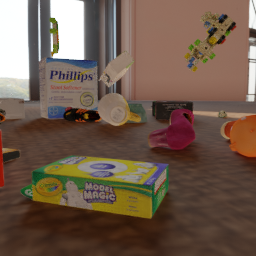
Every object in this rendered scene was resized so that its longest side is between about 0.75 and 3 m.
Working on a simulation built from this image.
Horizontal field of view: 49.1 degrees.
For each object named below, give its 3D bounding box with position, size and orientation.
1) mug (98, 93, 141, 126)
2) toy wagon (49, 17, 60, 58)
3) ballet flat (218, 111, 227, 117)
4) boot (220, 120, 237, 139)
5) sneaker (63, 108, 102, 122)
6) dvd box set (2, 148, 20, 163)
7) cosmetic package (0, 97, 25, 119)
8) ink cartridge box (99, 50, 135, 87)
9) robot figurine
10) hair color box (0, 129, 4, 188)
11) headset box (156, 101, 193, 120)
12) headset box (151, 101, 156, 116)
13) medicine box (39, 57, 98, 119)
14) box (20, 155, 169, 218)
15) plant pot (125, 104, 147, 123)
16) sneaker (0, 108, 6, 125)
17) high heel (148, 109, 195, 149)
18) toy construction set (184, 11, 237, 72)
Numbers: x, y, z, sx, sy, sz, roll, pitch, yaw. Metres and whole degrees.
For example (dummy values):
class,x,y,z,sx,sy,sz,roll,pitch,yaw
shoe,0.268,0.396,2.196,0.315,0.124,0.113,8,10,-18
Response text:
class,x,y,z,sx,sy,sz,roll,pitch,yaw
mug,-0.352,-0.720,11.298,1.599,1.281,1.313,-14,17,-9
toy wagon,-2.868,-3.467,11.015,0.316,1.596,1.239,-3,-25,-10
ballet flat,5.160,-0.784,15.202,0.373,0.345,1.106,4,8,31
boot,3.462,-0.036,7.901,2.003,0.752,1.074,-8,5,-41
sneaker,-1.993,-0.568,12.368,1.756,0.614,0.790,1,4,-7
dvd box set,-2.871,0.529,5.394,1.232,0.181,0.902,3,8,22
cosmetic package,-6.375,-1.059,14.598,1.335,1.127,2.499,-5,12,-34
ink cartridge box,-0.535,-2.437,12.062,1.058,0.608,1.806,-43,3,-24
robot figurine,2.743,0.130,5.825,1.494,0.871,1.075,-5,11,-36
hair color box,-3.151,0.365,3.987,2.767,0.847,1.404,6,10,37
headset box,2.251,-0.901,13.907,1.752,0.884,2.358,1,7,7
headset box,2.193,-1.118,15.942,1.770,0.821,1.541,1,7,11
medicine box,-3.086,-2.034,14.568,2.696,2.960,1.524,-4,8,-28
box,-0.400,0.657,3.538,1.685,0.408,0.989,1,7,18
plant pot,0.265,-0.693,12.584,1.223,0.819,1.223,1,7,0
sneaker,-5.301,-0.489,10.884,1.104,1.029,2.785,8,11,-18
high heel,1.526,-0.065,7.099,1.161,0.815,2.421,-7,7,35
toy construction set,2.525,-2.776,8.619,0.926,2.010,1.318,27,-18,-8
